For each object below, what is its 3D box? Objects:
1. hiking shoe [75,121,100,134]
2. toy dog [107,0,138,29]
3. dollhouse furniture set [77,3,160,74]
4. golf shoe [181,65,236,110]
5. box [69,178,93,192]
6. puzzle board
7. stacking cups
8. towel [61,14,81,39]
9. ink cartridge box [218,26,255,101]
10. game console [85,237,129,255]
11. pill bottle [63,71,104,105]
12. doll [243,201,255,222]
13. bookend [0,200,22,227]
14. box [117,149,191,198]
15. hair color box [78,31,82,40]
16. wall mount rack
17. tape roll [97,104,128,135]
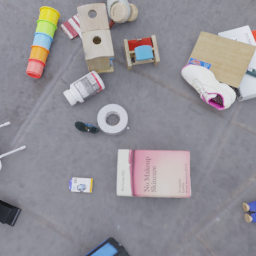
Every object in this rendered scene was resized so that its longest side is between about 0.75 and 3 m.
[{"bbox_3d":[-1.617,0.005,10.977,0.984,0.427,0.366,20,91,0],"label":"hiking shoe"},{"bbox_3d":[-0.804,-5.432,11.859,1.373,1.880,2.850,-31,70,33],"label":"toy dog"},{"bbox_3d":[-0.276,-3.481,10.834,2.887,2.035,2.023,-9,85,-4],"label":"dollhouse furniture set"},{"bbox_3d":[3.066,-1.607,10.974,2.412,0.908,1.104,36,46,9],"label":"golf shoe"},{"bbox_3d":[-1.781,2.158,10.616,0.868,0.180,0.517,3,77,3],"label":"box"},{"bbox_3d":[3.686,-2.784,11.302,2.305,0.201,1.737,25,94,24],"label":"puzzle board"},{"bbox_3d":[-3.511,-3.513,11.635,0.881,0.881,2.913,8,79,2],"label":"stacking cups"},{"bbox_3d":[-2.236,-4.462,12.194,1.178,0.134,0.848,-37,79,-8],"label":"towel"},{"bbox_3d":[5.318,-2.819,11.550,2.555,0.641,2.943,-15,77,-1],"label":"ink cartridge box"},{"bbox_3d":[-0.861,4.955,9.402,2.102,1.243,1.794,-35,78,-7],"label":"game console"},{"bbox_3d":[-1.766,-1.548,11.146,1.511,0.837,0.837,-33,79,-8],"label":"pill bottle"},{"bbox_3d":[5.301,2.922,10.271,1.990,0.482,1.358,-6,76,-1],"label":"doll"},{"bbox_3d":[-4.761,2.898,9.774,1.479,1.470,0.681,22,77,4],"label":"bookend"},{"bbox_3d":[0.877,1.662,10.102,2.520,1.373,1.611,1,77,0],"label":"box"},{"bbox_3d":[-1.543,-4.039,12.010,1.019,0.309,0.510,-26,78,-6],"label":"hair color box"},{"bbox_3d":[-5.122,0.715,10.695,1.828,0.785,2.104,-36,79,-4],"label":"wall mount rack"},{"bbox_3d":[-0.602,-0.328,11.084,1.195,0.395,1.195,0,76,1],"label":"tape roll"}]
